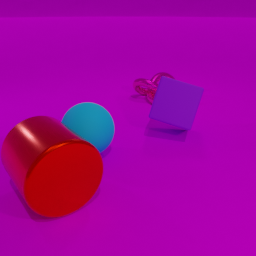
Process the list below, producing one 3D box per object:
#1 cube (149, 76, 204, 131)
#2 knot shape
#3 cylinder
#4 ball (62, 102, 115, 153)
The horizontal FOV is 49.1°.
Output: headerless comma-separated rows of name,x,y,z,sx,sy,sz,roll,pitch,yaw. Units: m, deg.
cube,1.167,-0.571,6.846,1.014,1.014,1.014,18,3,9
knot shape,1.066,-1.327,9.429,1.674,0.773,1.566,-7,24,-9
cylinder,-1.239,0.566,4.531,1.255,1.255,1.255,-17,29,-33
ball,-0.842,0.024,5.872,1.118,1.118,1.118,0,24,0
